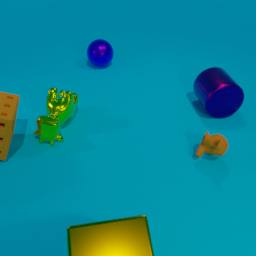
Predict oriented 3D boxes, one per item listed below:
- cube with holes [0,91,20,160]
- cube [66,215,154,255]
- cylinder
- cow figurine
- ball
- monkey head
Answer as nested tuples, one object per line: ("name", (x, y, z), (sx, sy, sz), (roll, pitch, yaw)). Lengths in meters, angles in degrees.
("cube with holes", (-3.721, -0.145, 7.383), (1.298, 1.298, 1.298), (12, 31, -18))
("cube", (-0.268, 2.203, 4.483), (1.233, 1.233, 1.233), (-6, 63, -9))
("cylinder", (2.928, -1.165, 9.163), (1.253, 1.253, 1.253), (-5, 38, -6))
("cow figurine", (-2.113, -0.345, 8.417), (0.929, 1.666, 1.693), (13, 3, 5))
("ball", (-1.177, -3.175, 11.872), (1.144, 1.144, 1.144), (0, 38, 0))
("monkey head", (2.207, 0.528, 7.327), (0.675, 1.120, 0.806), (31, 85, 29))
